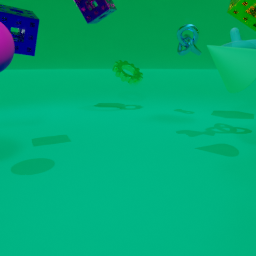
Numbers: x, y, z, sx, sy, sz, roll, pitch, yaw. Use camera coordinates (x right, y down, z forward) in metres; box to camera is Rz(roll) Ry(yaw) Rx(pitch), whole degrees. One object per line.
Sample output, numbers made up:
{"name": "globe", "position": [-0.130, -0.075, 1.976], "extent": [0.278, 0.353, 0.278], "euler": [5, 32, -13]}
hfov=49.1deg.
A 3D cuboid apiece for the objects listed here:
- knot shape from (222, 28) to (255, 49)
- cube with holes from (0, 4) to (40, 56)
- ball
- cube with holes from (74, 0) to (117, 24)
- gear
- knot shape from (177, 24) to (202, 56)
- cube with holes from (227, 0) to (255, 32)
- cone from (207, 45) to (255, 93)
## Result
{"name": "knot shape", "position": [2.811, -1.957, 6.938], "extent": [1.284, 0.634, 1.373], "euler": [-8, 45, -31]}
{"name": "cube with holes", "position": [-2.233, -1.933, 5.522], "extent": [0.725, 0.725, 0.725], "euler": [1, 31, -31]}
{"name": "ball", "position": [-2.043, -1.157, 3.940], "extent": [0.831, 0.831, 0.831], "euler": [0, 13, 0]}
{"name": "cube with holes", "position": [-1.210, -4.655, 10.534], "extent": [1.016, 1.016, 1.016], "euler": [-26, 13, 21]}
{"name": "gear", "position": [-0.001, -2.341, 11.766], "extent": [1.319, 0.244, 1.319], "euler": [19, 40, -17]}
{"name": "knot shape", "position": [2.103, -3.018, 9.987], "extent": [0.543, 1.175, 1.100], "euler": [-28, 7, -20]}
{"name": "cube with holes", "position": [3.866, -3.859, 8.276], "extent": [1.128, 1.128, 1.128], "euler": [27, -22, -12]}
{"name": "cone", "position": [1.814, -1.272, 5.160], "extent": [0.930, 0.927, 0.927], "euler": [28, 6, -15]}
